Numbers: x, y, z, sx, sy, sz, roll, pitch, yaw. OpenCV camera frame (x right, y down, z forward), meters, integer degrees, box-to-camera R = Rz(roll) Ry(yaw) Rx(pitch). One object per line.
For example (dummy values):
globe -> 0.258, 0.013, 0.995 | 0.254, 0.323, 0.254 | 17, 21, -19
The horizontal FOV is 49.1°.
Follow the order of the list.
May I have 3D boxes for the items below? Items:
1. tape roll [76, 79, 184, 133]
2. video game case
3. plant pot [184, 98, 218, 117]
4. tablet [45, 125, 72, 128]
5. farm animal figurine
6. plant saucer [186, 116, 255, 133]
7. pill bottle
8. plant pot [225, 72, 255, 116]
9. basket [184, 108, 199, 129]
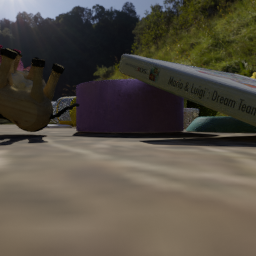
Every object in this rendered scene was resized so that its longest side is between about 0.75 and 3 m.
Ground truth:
tape roll -> 0.030, -0.305, 4.559 | 1.729, 0.734, 1.729 | 1, 1, 0
video game case -> 1.455, -0.416, 3.286 | 2.407, 0.285, 2.191 | -1, 22, -36
plant pot -> 2.754, -1.613, 13.370 | 2.368, 2.368, 2.531 | -1, 18, -34
tablet -> -2.562, -0.055, 8.921 | 1.042, 0.109, 1.601 | -1, 1, -34
farm animal figurine -> -2.055, -0.448, 3.275 | 2.081, 1.296, 2.577 | 24, 11, 34
plant saucer -> 1.680, -0.064, 4.688 | 1.398, 0.251, 1.398 | 0, 0, 0
pill bottle -> -1.960, -0.578, 10.079 | 1.967, 1.102, 1.102 | 0, 1, 24
plant pot -> 6.007, -1.240, 13.590 | 2.552, 2.713, 2.713 | -17, -7, 25
basket -> 1.407, -0.250, 7.511 | 0.864, 0.533, 0.586 | 2, 1, 32
